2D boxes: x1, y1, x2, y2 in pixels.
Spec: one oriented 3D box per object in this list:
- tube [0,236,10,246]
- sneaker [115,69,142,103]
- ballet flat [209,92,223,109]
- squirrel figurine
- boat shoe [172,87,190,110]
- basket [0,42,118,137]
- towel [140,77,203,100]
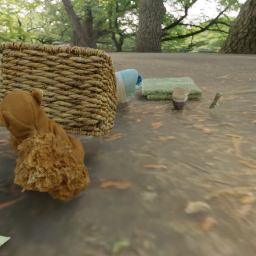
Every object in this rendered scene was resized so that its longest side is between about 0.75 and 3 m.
[{"bbox_3d":[-2.379,1.463,3.504,1.567,0.407,0.455,1,36,-4],"label":"tube"},{"bbox_3d":[0.091,-1.601,10.864,1.031,0.930,2.516,-16,-4,1],"label":"sneaker"},{"bbox_3d":[3.131,-0.927,9.930,0.279,0.791,0.279,9,42,-8],"label":"ballet flat"},{"bbox_3d":[-1.407,0.260,4.642,1.325,1.747,1.872,-29,40,-18],"label":"squirrel figurine"},{"bbox_3d":[2.074,-1.197,11.152,0.668,0.602,1.857,13,23,11],"label":"boat shoe"},{"bbox_3d":[-1.505,-0.874,6.617,2.492,1.857,1.779,5,5,9],"label":"basket"},{"bbox_3d":[1.903,-1.872,12.986,2.751,0.502,2.041,0,27,-4],"label":"towel"}]
